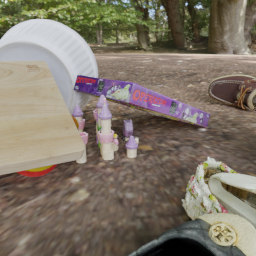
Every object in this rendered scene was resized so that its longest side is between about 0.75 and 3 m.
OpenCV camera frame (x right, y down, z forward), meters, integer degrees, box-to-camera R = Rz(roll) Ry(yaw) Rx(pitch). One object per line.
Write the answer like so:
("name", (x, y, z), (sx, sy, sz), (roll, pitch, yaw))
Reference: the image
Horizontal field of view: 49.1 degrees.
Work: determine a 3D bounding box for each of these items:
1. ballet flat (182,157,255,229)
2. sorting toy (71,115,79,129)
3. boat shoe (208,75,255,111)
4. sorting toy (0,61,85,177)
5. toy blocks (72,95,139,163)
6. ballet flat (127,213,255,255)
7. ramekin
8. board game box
("ballet flat", (1.402, 0.987, 2.546), (0.952, 0.805, 2.517), (-11, 21, -30))
("sorting toy", (-1.389, 0.091, 5.430), (1.348, 0.810, 0.553), (-10, 4, 44))
("boat shoe", (3.859, -1.040, 8.731), (2.847, 1.027, 1.025), (16, 21, 26))
("sorting toy", (-2.260, -0.058, 4.516), (2.405, 0.837, 2.390), (-8, 48, -29))
("toy blocks", (-0.424, -0.116, 5.467), (1.361, 1.145, 1.271), (-4, 17, -12))
("ballet flat", (-0.017, 1.193, 1.662), (2.805, 0.797, 0.932), (-18, 28, -34))
("ramekin", (-2.128, -1.183, 6.760), (2.643, 2.643, 1.231), (2, 28, 5))
("board game box", (0.438, -0.584, 6.534), (1.774, 0.477, 2.956), (23, 7, 42))
